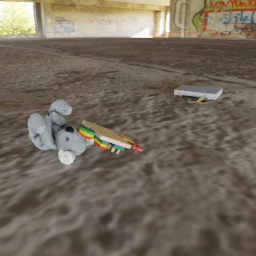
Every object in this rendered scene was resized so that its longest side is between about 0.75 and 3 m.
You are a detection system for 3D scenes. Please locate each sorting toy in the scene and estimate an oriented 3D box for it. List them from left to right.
[{"bbox_3d":[-0.500,0.256,6.478,1.887,0.319,0.909,21,10,-42],"label":"sorting toy"}]

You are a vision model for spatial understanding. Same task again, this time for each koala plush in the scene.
[{"bbox_3d":[-1.500,0.218,6.560,1.294,1.189,1.148,30,42,14],"label":"koala plush"}]

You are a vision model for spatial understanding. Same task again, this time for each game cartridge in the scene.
[{"bbox_3d":[2.887,-1.475,11.548,1.726,0.331,1.119,11,28,27],"label":"game cartridge"}]

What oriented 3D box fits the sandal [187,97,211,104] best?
[{"bbox_3d":[2.674,-1.055,10.529,0.903,0.246,0.369,7,21,15],"label":"sandal"}]
